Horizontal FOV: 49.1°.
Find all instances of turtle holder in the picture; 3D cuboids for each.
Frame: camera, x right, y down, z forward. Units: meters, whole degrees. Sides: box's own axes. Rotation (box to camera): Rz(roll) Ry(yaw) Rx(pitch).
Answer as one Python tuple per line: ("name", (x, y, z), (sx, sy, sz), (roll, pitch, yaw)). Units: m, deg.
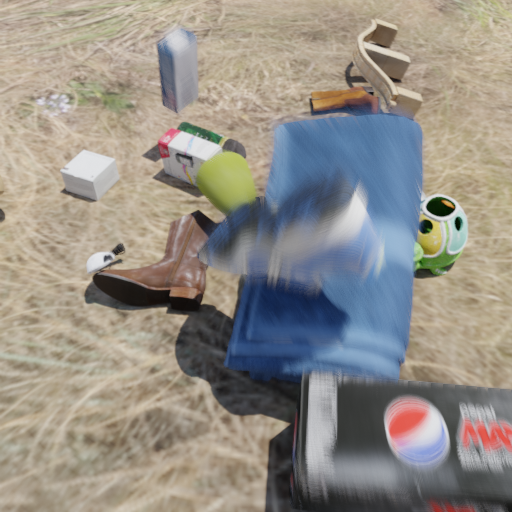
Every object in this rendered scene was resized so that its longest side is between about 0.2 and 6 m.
("turtle holder", (3.216, -0.432, 10.614), (1.696, 1.205, 1.289), (-17, 49, -16))

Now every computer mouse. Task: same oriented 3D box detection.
("computer mouse", (-2.806, 0.045, 10.207), (0.651, 0.260, 1.187), (-27, 9, 3))

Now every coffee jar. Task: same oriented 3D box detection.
("coffee jar", (-1.046, -2.489, 12.829), (1.611, 0.840, 0.687), (24, 94, 22))

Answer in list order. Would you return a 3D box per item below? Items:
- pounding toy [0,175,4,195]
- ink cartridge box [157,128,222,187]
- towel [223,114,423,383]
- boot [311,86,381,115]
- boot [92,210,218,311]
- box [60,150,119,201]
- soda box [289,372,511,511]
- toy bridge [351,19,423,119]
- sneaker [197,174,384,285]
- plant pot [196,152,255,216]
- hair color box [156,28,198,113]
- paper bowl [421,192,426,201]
("pounding toy", (-6.101, -0.383, 10.872), (3.121, 1.791, 1.785), (-35, 83, -18))
("ink cartridge box", (-1.422, -2.111, 12.356), (1.349, 0.995, 0.577), (25, 57, 23))
("towel", (1.252, -0.280, 9.183), (2.700, 1.174, 4.836), (0, 59, 24))
("boot", (2.291, -3.936, 14.422), (1.668, 0.571, 1.570), (-4, 47, -3))
("boot", (-1.777, -0.074, 10.605), (2.058, 0.709, 2.208), (14, 50, -4))
("box", (-3.647, -1.781, 12.340), (0.872, 0.573, 0.877), (18, 49, 17))
("soda box", (2.728, 2.648, 7.353), (4.478, 1.585, 1.418), (5, 52, 4))
("toy bridge", (3.437, -5.360, 15.449), (1.519, 0.615, 4.519), (14, 45, -12))
("sneaker", (0.316, -0.092, 7.764), (3.302, 1.272, 1.250), (-4, 45, 56))
("plant pot", (-0.450, -1.177, 10.481), (1.050, 1.050, 1.122), (-16, 51, -15))
("hair color box", (-1.710, -4.051, 12.343), (0.485, 1.604, 0.802), (32, 58, 18))
("paper bowl", (2.907, -1.171, 11.710), (1.264, 0.657, 1.264), (0, 45, 0))
